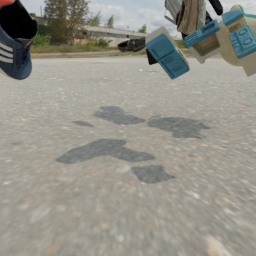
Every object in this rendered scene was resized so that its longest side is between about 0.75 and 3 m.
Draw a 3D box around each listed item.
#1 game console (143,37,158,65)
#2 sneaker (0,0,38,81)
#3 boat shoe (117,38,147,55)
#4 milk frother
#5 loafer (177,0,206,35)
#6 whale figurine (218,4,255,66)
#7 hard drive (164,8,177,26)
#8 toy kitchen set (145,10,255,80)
[{"bbox_3d":[1.016,-2.834,9.961,1.030,0.599,0.906,-19,53,-17],"label":"game console"},{"bbox_3d":[-2.695,-2.098,6.792,1.249,2.956,1.108,18,65,10],"label":"sneaker"},{"bbox_3d":[0.131,-2.441,8.302,1.168,0.427,0.378,-4,-24,45],"label":"boat shoe"},{"bbox_3d":[2.124,-3.425,9.066,1.537,1.703,1.602,-13,59,-7],"label":"milk frother"},{"bbox_3d":[1.272,-2.706,5.798,0.675,0.771,2.146,5,-23,16],"label":"loafer"},{"bbox_3d":[3.568,-2.700,7.965,1.244,1.907,2.398,-33,10,-14],"label":"whale figurine"},{"bbox_3d":[1.656,-4.185,10.069,0.688,1.044,0.137,24,-31,-21],"label":"hard drive"},{"bbox_3d":[1.391,-1.474,5.376,1.869,1.101,1.497,-26,39,28],"label":"toy kitchen set"}]
